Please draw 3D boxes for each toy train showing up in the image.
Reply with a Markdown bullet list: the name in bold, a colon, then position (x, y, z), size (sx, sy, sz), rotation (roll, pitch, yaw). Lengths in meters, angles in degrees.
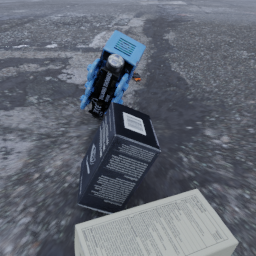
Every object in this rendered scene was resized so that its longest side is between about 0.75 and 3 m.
- **toy train**: position (-0.457, -1.231, 7.485), size (1.124, 2.592, 1.481), rotation (29, 60, -1)

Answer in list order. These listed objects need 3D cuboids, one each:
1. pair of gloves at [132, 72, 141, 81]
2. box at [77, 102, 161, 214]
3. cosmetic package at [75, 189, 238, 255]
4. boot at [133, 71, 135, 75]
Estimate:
- **pair of gloves**: position (0.073, -2.009, 11.068), size (0.840, 0.104, 0.749), rotation (-12, 37, -12)
- **box**: position (-0.233, 0.565, 5.199), size (0.856, 1.640, 1.214), rotation (20, 28, -17)
- **cosmetic package**: position (0.357, 1.692, 3.976), size (2.030, 0.742, 1.051), rotation (-8, 39, -22)
- **boot**: position (-0.369, -2.323, 10.507), size (1.275, 0.987, 0.470), rotation (-16, -3, 18)
